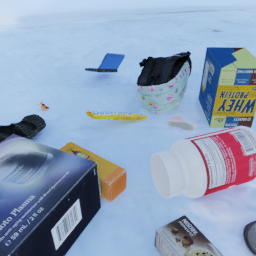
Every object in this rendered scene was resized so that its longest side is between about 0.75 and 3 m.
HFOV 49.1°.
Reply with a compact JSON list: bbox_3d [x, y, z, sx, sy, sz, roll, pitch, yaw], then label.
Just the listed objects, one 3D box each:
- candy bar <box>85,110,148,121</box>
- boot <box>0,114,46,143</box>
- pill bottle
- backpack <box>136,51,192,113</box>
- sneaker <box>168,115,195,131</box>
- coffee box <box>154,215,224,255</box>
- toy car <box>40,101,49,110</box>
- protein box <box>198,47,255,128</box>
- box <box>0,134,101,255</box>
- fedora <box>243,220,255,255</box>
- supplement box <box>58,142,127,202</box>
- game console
[{"bbox_3d":[-0.407,-0.469,10.738,2.494,0.276,0.622,1,19,-29],"label":"candy bar"},{"bbox_3d":[-4.129,0.015,9.981,2.016,0.759,1.507,17,43,6],"label":"boot"},{"bbox_3d":[2.184,0.981,7.785,2.902,1.629,1.629,-12,35,-16],"label":"pill bottle"},{"bbox_3d":[1.517,-1.959,11.946,2.405,1.824,2.882,-7,32,27],"label":"backpack"},{"bbox_3d":[2.100,-0.240,10.736,1.057,0.398,0.553,13,41,26],"label":"sneaker"},{"bbox_3d":[1.359,2.745,6.013,0.872,0.616,1.543,-18,37,-25],"label":"coffee box"},{"bbox_3d":[-3.613,-0.917,12.039,0.258,0.380,0.775,-52,24,1],"label":"toy car"},{"bbox_3d":[3.942,-1.641,11.030,1.621,2.402,2.385,0,33,1],"label":"protein box"},{"bbox_3d":[-2.549,1.775,6.523,2.759,1.714,2.781,14,36,23],"label":"box"},{"bbox_3d":[3.370,2.461,6.454,1.360,0.614,1.203,-7,34,-11],"label":"fedora"},{"bbox_3d":[-1.152,1.222,8.218,2.287,0.787,0.761,24,40,30],"label":"supplement box"},{"bbox_3d":[-1.155,-3.286,14.089,1.389,0.963,1.627,13,16,31],"label":"game console"}]
